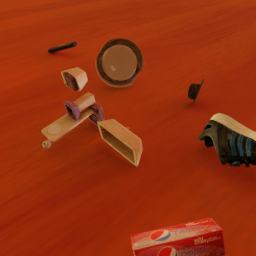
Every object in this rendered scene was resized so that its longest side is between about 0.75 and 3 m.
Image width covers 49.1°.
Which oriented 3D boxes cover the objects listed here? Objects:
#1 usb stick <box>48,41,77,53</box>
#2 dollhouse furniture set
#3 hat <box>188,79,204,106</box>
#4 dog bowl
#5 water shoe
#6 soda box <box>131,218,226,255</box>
[{"bbox_3d":[-3.146,-3.847,13.372,1.572,0.256,0.436,-5,26,27],"label":"usb stick"},{"bbox_3d":[-1.122,0.108,7.371,1.919,2.143,2.704,-38,54,-23],"label":"dollhouse furniture set"},{"bbox_3d":[2.286,-1.287,9.717,0.401,0.993,0.993,23,42,13],"label":"hat"},{"bbox_3d":[-0.331,-2.486,10.719,1.832,1.832,0.537,-4,15,-5],"label":"dog bowl"},{"bbox_3d":[2.911,0.638,7.016,1.121,1.016,2.841,-49,32,5],"label":"water shoe"},{"bbox_3d":[0.897,2.139,5.127,1.619,0.513,0.567,-11,7,-5],"label":"soda box"}]
